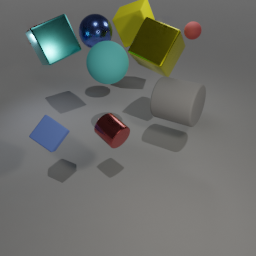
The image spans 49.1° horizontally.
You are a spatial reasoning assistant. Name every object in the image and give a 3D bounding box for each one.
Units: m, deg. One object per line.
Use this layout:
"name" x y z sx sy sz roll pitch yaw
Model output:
"ball" -1.345 -4.006 11.672 1.400 1.400 1.400 0 31 0
"cube" -2.047 0.151 7.386 0.700 0.700 0.700 36 -6 -5
"cylinder" -0.422 0.069 7.485 0.700 0.700 0.700 -28 57 -38
"cylinder" 1.649 -0.875 9.193 1.400 1.400 1.400 17 35 27
"ball" 2.652 -3.986 11.474 0.700 0.700 0.700 0 31 0
"cube" -2.858 -3.323 10.709 1.400 1.400 1.400 -32 24 -17
"cube" 1.078 -2.895 10.213 1.400 1.400 1.400 30 4 19
"cube" 0.336 -4.743 12.650 1.400 1.400 1.400 -9 41 25
"ball" -0.676 -2.161 9.289 1.400 1.400 1.400 0 31 0
